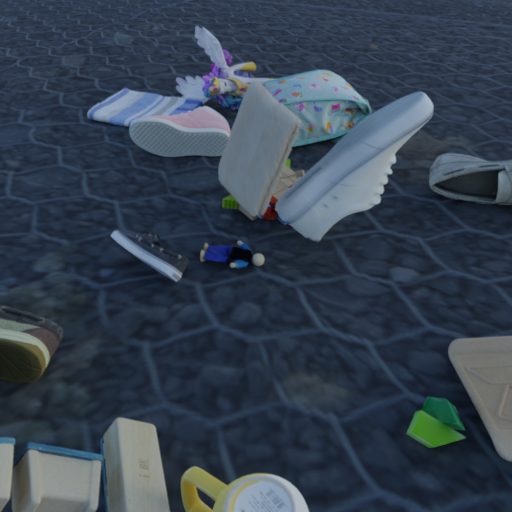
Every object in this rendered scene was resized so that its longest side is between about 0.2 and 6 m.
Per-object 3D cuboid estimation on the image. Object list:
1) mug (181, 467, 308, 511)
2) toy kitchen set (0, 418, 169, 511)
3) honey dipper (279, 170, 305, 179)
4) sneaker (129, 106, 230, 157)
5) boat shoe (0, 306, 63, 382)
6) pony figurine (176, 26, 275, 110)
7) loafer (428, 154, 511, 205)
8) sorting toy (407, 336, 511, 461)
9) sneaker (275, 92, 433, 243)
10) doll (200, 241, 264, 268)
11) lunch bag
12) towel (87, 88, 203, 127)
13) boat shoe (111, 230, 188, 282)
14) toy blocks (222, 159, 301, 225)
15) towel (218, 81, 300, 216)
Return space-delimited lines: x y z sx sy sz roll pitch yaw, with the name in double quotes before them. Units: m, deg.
"mug" -0.103 2.818 5.547 1.520 1.248 1.217 3 37 6
"toy kitchen set" -2.385 2.708 6.233 2.143 1.717 1.262 25 24 -32
"honey dipper" 0.620 -1.583 11.247 0.715 0.136 0.136 -10 32 22
"sneaker" -1.825 -3.147 13.950 2.491 0.938 1.302 5 40 -5
"boat shoe" -4.169 1.102 8.217 2.794 0.998 0.918 11 28 12
"pony figurine" -0.899 -5.189 16.218 2.563 2.134 2.474 -13 45 -41
"loafer" 5.168 -1.463 11.651 3.079 1.077 1.075 8 41 23
"sorting toy" 3.355 1.868 7.436 2.912 0.429 2.152 -4 27 3
"sneaker" 1.887 -1.519 10.095 1.176 3.321 1.213 43 28 -17
"doll" -0.409 -0.019 10.245 1.142 0.277 0.779 8 37 11
"lunch bag" 1.570 -3.883 14.563 2.378 1.450 2.026 -12 37 -6
"towel" -3.113 -4.132 15.834 2.766 0.329 2.031 14 39 18
"boat shoe" -1.872 -0.141 9.965 1.630 0.570 0.540 29 79 28
"toy blocks" 0.415 -1.194 11.493 1.839 0.919 1.257 -30 56 -31
"towel" 0.015 -1.772 9.535 0.340 1.972 1.307 -11 48 -40
